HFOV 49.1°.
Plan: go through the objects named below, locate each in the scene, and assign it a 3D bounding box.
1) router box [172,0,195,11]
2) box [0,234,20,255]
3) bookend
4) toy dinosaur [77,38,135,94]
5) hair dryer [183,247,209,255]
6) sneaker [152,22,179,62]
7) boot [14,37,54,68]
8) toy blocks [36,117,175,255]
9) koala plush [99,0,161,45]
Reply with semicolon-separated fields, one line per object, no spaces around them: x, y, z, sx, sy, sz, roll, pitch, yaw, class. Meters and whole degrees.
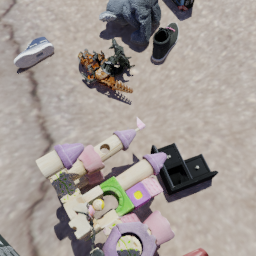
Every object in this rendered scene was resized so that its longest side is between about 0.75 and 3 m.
1.682;-5.014;9.490;0.511;1.232;1.644;-28;68;-13;router box
-1.405;2.033;2.524;1.673;0.398;1.616;35;78;18;box
1.387;0.879;7.113;1.250;0.576;1.242;-18;66;-9;bookend
-0.587;-1.720;8.298;1.388;1.044;2.044;-45;91;-3;toy dinosaur
1.136;3.789;5.846;1.971;0.703;2.588;26;67;-13;hair dryer
1.231;-2.914;8.748;0.582;0.816;1.646;23;66;12;sneaker
-3.006;-2.374;8.739;1.326;0.482;0.599;-31;61;-21;boot
-0.025;1.242;5.675;2.430;2.887;2.698;-30;69;-16;toy blocks
0.019;-3.743;8.893;1.681;1.545;1.490;18;65;21;koala plush
